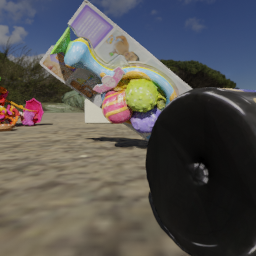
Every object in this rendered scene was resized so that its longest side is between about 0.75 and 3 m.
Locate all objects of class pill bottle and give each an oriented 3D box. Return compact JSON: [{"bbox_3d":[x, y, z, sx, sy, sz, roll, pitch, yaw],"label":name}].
[{"bbox_3d":[0.717,0.154,1.316,1.157,0.647,0.647,-2,4,-32],"label":"pill bottle"}]

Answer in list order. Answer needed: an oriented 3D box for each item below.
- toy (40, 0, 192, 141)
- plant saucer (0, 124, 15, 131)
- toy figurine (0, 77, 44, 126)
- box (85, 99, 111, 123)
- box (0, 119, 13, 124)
[{"bbox_3d":[-0.041,-0.372,3.412,2.041,0.482,1.175,37,-43,-20],"label":"toy"},{"bbox_3d":[-3.556,-0.004,7.417,1.031,0.166,1.031,1,4,0],"label":"plant saucer"},{"bbox_3d":[-3.695,-0.587,9.320,1.760,1.436,1.912,21,31,-28],"label":"toy figurine"},{"bbox_3d":[-0.230,-0.710,11.625,2.957,1.011,1.215,0,4,4],"label":"box"},{"bbox_3d":[-4.582,-0.210,9.721,0.837,0.264,1.520,-1,4,-9],"label":"box"}]
